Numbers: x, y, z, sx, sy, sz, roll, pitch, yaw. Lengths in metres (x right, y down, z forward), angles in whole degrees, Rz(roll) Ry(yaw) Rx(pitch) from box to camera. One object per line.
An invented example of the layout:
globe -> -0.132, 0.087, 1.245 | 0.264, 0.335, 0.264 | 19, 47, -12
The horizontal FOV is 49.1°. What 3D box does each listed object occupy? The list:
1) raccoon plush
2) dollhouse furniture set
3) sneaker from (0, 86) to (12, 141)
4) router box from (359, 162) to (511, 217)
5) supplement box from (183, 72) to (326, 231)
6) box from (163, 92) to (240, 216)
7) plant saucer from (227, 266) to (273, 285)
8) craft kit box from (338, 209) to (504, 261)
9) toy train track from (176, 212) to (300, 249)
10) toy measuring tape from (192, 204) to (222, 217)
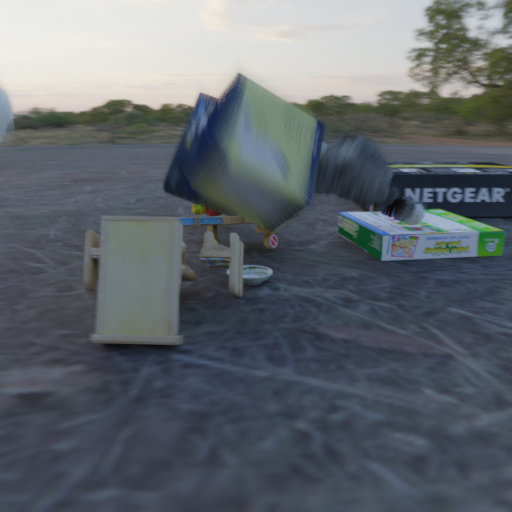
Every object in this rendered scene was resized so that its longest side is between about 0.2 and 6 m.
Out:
raccoon plush -> 1.997, -1.256, 9.667 | 2.445, 1.183, 1.638 | 24, 22, 1
dollhouse furniture set -> -1.246, 0.384, 7.197 | 1.999, 1.416, 2.176 | 1, -7, 3
sneaker -> -3.908, -1.844, 7.768 | 2.520, 1.014, 0.963 | 12, 55, 44
router box -> 5.007, -1.905, 15.454 | 4.388, 1.146, 3.450 | 0, 14, 0
supplement box -> 0.006, -1.602, 8.874 | 1.675, 1.677, 1.126 | 26, -32, -20
box -> -0.797, -2.193, 12.399 | 1.836, 2.329, 0.594 | 21, -6, -3
plant saucer -> -0.100, 0.320, 8.714 | 0.716, 0.180, 0.716 | -1, 14, 0
craft kit box -> 3.142, -0.471, 11.147 | 2.400, 0.590, 2.430 | -5, 15, -9
toy train track -> -0.813, -0.371, 9.915 | 2.385, 0.676, 4.158 | -2, 3, 37
toy measuring tape -> -0.707, -1.425, 12.842 | 2.117, 0.779, 0.779 | -23, 1, 31
